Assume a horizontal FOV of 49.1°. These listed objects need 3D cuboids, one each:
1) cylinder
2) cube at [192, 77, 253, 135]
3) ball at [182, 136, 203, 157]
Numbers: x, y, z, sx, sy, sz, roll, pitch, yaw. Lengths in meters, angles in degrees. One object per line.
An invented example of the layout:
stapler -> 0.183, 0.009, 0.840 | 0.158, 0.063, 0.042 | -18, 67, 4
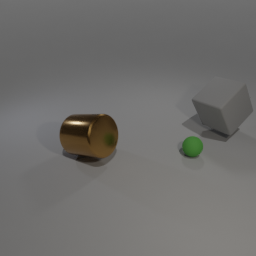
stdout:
cylinder -> -1.273, 0.237, 9.203 | 1.400, 1.400, 1.400 | 2, 25, 38
cube -> 3.502, -0.844, 10.382 | 1.400, 1.400, 1.400 | -43, 36, -13
ball -> 2.196, 0.627, 9.519 | 0.700, 0.700, 0.700 | 0, 29, 0
